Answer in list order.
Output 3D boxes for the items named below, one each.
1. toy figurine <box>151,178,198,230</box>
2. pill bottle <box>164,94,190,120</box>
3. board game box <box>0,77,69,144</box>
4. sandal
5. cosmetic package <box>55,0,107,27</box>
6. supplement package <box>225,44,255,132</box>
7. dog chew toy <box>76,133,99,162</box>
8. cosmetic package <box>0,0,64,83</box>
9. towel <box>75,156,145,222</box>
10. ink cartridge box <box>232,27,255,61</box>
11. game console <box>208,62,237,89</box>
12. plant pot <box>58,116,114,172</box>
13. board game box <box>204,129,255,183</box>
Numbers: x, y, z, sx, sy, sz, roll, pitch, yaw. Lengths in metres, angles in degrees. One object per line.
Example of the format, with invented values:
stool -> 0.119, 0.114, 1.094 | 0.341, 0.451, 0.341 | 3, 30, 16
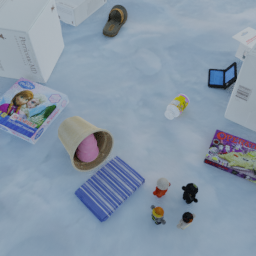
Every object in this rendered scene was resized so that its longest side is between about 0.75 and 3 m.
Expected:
toy figurine -> 1.302, 2.130, 7.895 | 1.303, 0.906, 1.282 | 12, 55, 8
pill bottle -> 1.769, -0.759, 10.208 | 0.535, 0.535, 1.026 | 33, 62, 21
board game box -> -3.672, -0.712, 10.219 | 2.172, 0.447, 2.167 | 22, 57, 15
sandal -> -0.642, -5.259, 13.374 | 0.955, 0.638, 2.338 | 15, 56, 11
cosmetic package -> -2.325, -6.254, 13.905 | 1.327, 0.967, 2.611 | 26, 57, 18
supplement package -> 5.155, -1.733, 9.411 | 2.195, 2.854, 2.985 | 30, 58, 23
dog chew toy -> -1.277, 0.535, 8.720 | 0.716, 1.149, 0.716 | 2, 45, -2
cosmetic package -> -4.487, -3.673, 11.089 | 2.982, 2.496, 2.480 | 10, 55, 7
towel -> -0.542, 1.816, 8.594 | 1.343, 0.221, 1.855 | 37, 61, 26
ink cartridge box -> 5.551, -3.249, 11.845 | 1.323, 0.760, 2.259 | -33, 61, -22
game console -> 3.764, -2.132, 11.154 | 0.638, 0.964, 1.096 | 26, 54, -17
plant pot -> -1.467, 0.366, 8.950 | 1.535, 1.535, 1.405 | -34, 49, -22
board game box -> 3.728, 0.963, 9.076 | 2.204, 0.356, 1.323 | 21, 53, 16
